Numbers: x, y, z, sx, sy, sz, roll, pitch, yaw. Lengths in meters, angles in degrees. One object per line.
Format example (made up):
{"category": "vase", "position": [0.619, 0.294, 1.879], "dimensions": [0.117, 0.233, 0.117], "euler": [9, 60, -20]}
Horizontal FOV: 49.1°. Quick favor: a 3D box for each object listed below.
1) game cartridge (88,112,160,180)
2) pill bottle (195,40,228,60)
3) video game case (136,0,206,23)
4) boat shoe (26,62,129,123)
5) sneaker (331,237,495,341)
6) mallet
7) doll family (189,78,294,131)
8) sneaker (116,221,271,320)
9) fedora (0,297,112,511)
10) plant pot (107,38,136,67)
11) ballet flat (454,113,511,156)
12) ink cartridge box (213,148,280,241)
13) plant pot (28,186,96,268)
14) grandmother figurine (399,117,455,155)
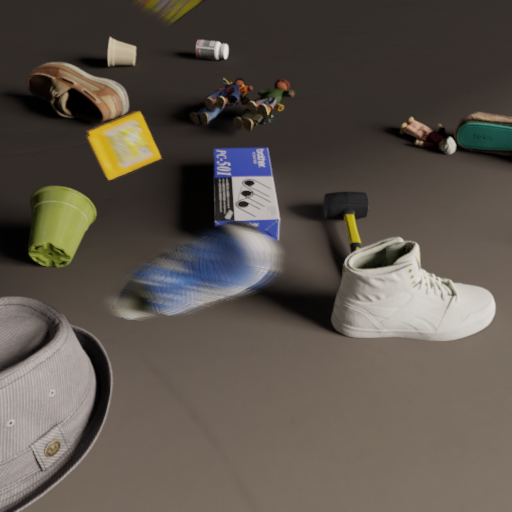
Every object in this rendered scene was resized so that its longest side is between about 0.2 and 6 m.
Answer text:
{"category": "game cartridge", "position": [-1.805, -1.501, 7.648], "dimensions": [0.786, 0.693, 0.127], "euler": [-27, 13, -13]}
{"category": "pill bottle", "position": [-1.250, -5.781, 15.757], "dimensions": [0.842, 0.488, 0.488], "euler": [10, 42, 11]}
{"category": "video game case", "position": [-1.283, -4.367, 8.608], "dimensions": [1.633, 1.475, 0.208], "euler": [-17, 71, 38]}
{"category": "boat shoe", "position": [-4.348, -3.785, 13.091], "dimensions": [2.772, 1.049, 0.995], "euler": [17, 45, 21]}
{"category": "sneaker", "position": [2.361, 0.440, 7.940], "dimensions": [2.451, 1.417, 0.903], "euler": [-4, 40, -7]}
{"category": "mallet", "position": [1.547, -0.246, 9.499], "dimensions": [0.806, 0.504, 2.449], "euler": [3, 45, 3]}
{"category": "doll family", "position": [-0.321, -3.544, 12.845], "dimensions": [2.593, 1.018, 1.499], "euler": [17, 49, 23]}
{"category": "sneaker", "position": [-0.684, 0.263, 5.957], "dimensions": [2.055, 0.778, 0.792], "euler": [-25, 11, 39]}
{"category": "fedora", "position": [-3.265, 1.580, 6.632], "dimensions": [3.096, 1.398, 2.738], "euler": [-30, 49, -30]}
{"category": "plant pot", "position": [-3.673, -5.532, 15.357], "dimensions": [0.706, 0.771, 0.771], "euler": [5, 40, -10]}
{"category": "ballet flat", "position": [5.693, -2.498, 11.686], "dimensions": [2.923, 0.995, 0.983], "euler": [20, 35, 20]}
{"category": "ink cartridge box", "position": [-0.236, -1.204, 10.480], "dimensions": [1.118, 0.526, 2.379], "euler": [-2, 41, -4]}
{"category": "plant pot", "position": [-3.308, -0.401, 9.311], "dimensions": [1.102, 1.102, 1.046], "euler": [0, 54, 0]}
{"category": "grandmother figurine", "position": [3.812, -2.603, 12.240], "dimensions": [0.778, 0.388, 1.283], "euler": [-45, 56, -5]}
